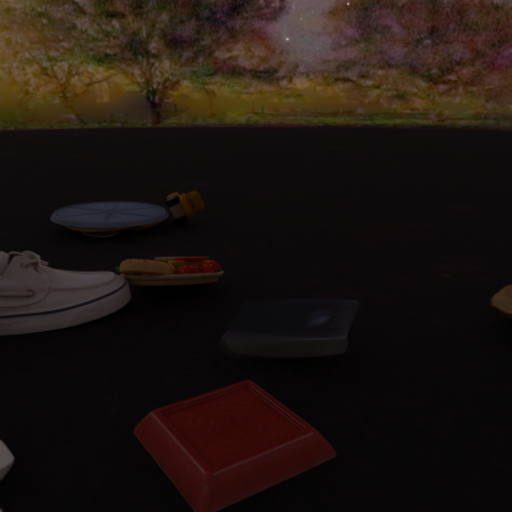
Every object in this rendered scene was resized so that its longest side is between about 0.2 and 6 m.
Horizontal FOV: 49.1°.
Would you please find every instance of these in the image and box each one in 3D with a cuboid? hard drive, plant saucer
[{"bbox_3d":[0.403,0.784,6.169,1.354,0.287,0.913,-3,22,19],"label":"hard drive"},{"bbox_3d":[-0.204,1.439,4.591,1.252,0.230,1.254,-10,18,-32],"label":"plant saucer"}]

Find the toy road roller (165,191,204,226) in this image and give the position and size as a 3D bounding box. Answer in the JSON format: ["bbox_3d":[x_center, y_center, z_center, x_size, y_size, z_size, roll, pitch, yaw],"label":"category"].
[{"bbox_3d":[-1.535,-1.109,12.268,0.726,0.611,0.994,-23,15,-1],"label":"toy road roller"}]

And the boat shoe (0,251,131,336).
[{"bbox_3d":[-3.003,0.380,6.954,2.816,0.925,1.013,-5,17,-17],"label":"boat shoe"}]

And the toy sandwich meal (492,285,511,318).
[{"bbox_3d":[3.585,0.724,6.592,1.551,0.531,1.551,-1,12,0],"label":"toy sandwich meal"}]

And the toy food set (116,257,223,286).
[{"bbox_3d":[-1.231,0.203,8.047,1.514,0.368,1.499,-2,1,-16],"label":"toy food set"}]

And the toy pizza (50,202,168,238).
[{"bbox_3d":[-3.084,-0.769,11.899,2.415,0.383,2.415,1,15,0],"label":"toy pizza"}]

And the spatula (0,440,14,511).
[{"bbox_3d":[-2.152,1.831,3.310,1.710,0.197,2.459,-12,20,-38],"label":"spatula"}]
